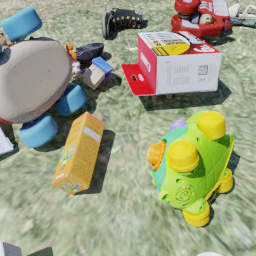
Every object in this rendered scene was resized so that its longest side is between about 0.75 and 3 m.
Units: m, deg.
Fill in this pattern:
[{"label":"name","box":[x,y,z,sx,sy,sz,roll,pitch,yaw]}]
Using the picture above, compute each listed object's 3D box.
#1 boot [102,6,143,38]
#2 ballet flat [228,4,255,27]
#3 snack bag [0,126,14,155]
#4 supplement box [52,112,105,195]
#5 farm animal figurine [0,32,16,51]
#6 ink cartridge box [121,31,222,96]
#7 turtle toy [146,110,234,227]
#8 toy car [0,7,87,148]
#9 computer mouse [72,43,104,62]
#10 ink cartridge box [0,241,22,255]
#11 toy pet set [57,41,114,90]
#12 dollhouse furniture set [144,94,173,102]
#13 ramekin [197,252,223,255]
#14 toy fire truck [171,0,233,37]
[{"label":"boot","box":[-0.218,-4.317,11.360,1.569,0.750,2.077,6,46,2]},{"label":"ballet flat","box":[4.772,-4.763,11.735,2.441,0.906,0.906,10,46,10]},{"label":"snack bag","box":[-4.000,0.175,6.714,1.894,0.203,1.786,-24,68,-34]},{"label":"supplement box","box":[-1.094,0.544,6.450,0.618,0.639,1.857,-30,38,36]},{"label":"farm animal figurine","box":[-4.616,-2.942,10.053,1.510,0.788,1.494,-23,37,-12]},{"label":"ink cartridge box","box":[1.078,-2.023,8.353,2.349,1.122,2.676,-6,31,-8]},{"label":"turtle toy","box":[1.385,0.574,5.957,1.366,1.969,2.703,13,42,43]},{"label":"toy car","box":[-3.205,-1.162,7.516,2.973,2.741,2.630,-4,37,38]},{"label":"computer mouse","box":[-1.669,-2.483,9.706,1.886,0.497,1.306,-23,31,-20]},{"label":"ink cartridge box","box":[-2.097,2.685,4.215,1.078,0.632,1.472,-28,54,-1]},{"label":"toy pet set","box":[-1.294,-2.042,8.536,1.571,1.682,0.893,38,75,0]},{"label":"dollhouse furniture set","box":[0.960,-1.220,8.509,0.868,0.452,0.878,15,47,14]},{"label":"ramekin","box":[1.422,2.635,4.734,0.900,0.439,0.900,0,46,0]},{"label":"toy fire truck","box":[2.861,-4.356,10.865,2.257,1.507,2.688,6,47,5]}]
